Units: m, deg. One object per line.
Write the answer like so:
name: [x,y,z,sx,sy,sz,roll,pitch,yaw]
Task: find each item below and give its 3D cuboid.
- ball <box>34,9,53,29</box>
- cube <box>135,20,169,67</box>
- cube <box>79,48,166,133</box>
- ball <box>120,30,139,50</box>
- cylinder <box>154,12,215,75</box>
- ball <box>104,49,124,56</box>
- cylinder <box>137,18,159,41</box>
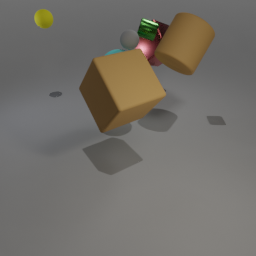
ball: [-3.239,-4.204,10.792,0.700,0.700,0.700,0,30,0]
cube: [1.255,-3.772,12.653,1.400,1.400,1.400,-29,-11,36]
cube: [-0.188,-0.928,7.062,1.400,1.400,1.400,-21,78,-30]
ball: [0.059,-3.189,10.133,0.700,0.700,0.700,0,30,0]
cylinder: [1.760,-2.603,8.779,1.400,1.400,1.400,30,1,-1]
ball: [-0.374,-2.262,10.646,1.400,1.400,1.400,0,30,0]
cylinder: [0.763,-3.845,10.959,0.700,0.700,0.700,18,30,-5]
